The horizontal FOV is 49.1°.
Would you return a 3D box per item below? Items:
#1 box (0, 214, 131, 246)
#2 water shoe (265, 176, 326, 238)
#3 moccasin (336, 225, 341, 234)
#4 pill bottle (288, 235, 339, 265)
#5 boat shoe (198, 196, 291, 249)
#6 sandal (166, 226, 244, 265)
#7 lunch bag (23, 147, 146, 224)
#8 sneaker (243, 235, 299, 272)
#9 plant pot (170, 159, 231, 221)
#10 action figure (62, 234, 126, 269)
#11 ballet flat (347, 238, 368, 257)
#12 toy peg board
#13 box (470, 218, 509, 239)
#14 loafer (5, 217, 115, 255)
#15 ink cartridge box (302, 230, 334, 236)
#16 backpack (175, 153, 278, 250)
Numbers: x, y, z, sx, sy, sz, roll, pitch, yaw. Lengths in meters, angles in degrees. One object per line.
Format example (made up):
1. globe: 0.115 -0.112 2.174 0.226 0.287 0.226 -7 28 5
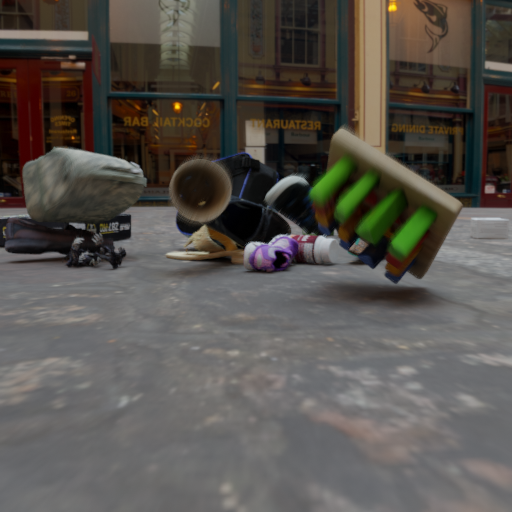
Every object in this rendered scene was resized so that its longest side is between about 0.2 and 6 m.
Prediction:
1. box: -5.245 -0.748 14.869 2.650 0.807 3.288 3 7 14
2. water shoe: 1.042 -0.949 11.459 0.903 0.818 2.288 53 18 24
3. moccasin: 3.682 -0.918 15.612 1.203 1.140 3.116 -16 6 -38
4. pill bottle: 1.034 -0.114 10.500 0.936 0.534 0.534 4 8 33
5. boat shoe: -0.105 -0.586 10.681 0.768 0.921 2.468 23 1 44
6. sandal: -0.722 -0.313 10.986 2.479 0.815 0.909 5 8 35
7. lunch bag: -3.326 -1.394 11.002 1.583 1.315 1.887 -11 -7 36
8. sneaker: 0.401 0.006 9.729 0.622 0.566 1.408 12 16 33
9. plant pot: -0.968 -1.089 9.276 0.976 0.976 0.893 -1 7 -12
10. action figure: -2.947 -0.080 10.007 1.195 0.610 0.710 4 18 19
11. ballet flat: 2.290 -0.315 11.020 0.640 0.632 1.879 19 10 20
12. toy peg board: 1.436 -0.392 7.255 1.775 0.868 1.767 38 -21 19
13. box: 6.790 -0.800 16.330 0.878 0.574 0.873 1 7 8
14. loafer: -3.884 -0.402 11.254 2.196 0.692 0.789 1 -15 -40
15. ink cartridge box: 2.036 -0.787 17.262 1.114 0.330 0.578 5 8 39
16. backpack: -0.640 -1.083 12.725 2.262 2.070 1.662 1 -20 44
